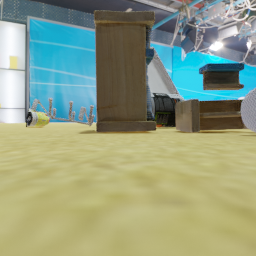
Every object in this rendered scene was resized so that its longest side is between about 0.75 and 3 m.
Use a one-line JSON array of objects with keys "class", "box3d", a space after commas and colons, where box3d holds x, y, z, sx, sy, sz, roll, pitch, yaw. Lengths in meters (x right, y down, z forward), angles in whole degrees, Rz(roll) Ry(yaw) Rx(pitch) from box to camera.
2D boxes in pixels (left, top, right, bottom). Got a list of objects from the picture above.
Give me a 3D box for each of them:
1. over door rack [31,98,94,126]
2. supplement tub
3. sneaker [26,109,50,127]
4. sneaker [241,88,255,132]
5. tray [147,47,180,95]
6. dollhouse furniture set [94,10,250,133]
[{"class": "over door rack", "box3d": [-2.157, -0.650, 10.006, 1.717, 0.774, 2.324, 9, -5, 2]}, {"class": "supplement tub", "box3d": [0.781, -0.509, 8.030, 1.633, 1.001, 1.001, 0, 1, -28]}, {"class": "sneaker", "box3d": [-2.996, -0.273, 9.343, 0.709, 0.614, 1.571, 5, 6, -26]}, {"class": "sneaker", "box3d": [2.695, -0.313, 3.482, 1.252, 0.830, 2.200, -4, 1, -42]}, {"class": "tray", "box3d": [1.107, -1.578, 10.319, 0.298, 2.688, 1.443, -22, 11, 47]}, {"class": "dollhouse furniture set", "box3d": [0.824, -0.942, 5.594, 2.843, 2.004, 1.992, -1, 1, -3]}]
